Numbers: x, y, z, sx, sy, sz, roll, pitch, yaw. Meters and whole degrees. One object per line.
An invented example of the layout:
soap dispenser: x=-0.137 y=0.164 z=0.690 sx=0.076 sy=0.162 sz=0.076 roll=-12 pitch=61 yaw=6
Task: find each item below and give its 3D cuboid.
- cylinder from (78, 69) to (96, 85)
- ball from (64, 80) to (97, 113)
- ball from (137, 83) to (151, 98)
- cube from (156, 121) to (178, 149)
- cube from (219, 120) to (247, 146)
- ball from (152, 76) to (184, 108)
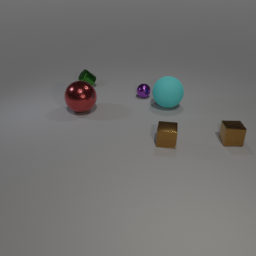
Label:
cylinder: x=-2.175 y=-2.656 z=14.979 sx=0.700 sy=0.700 sz=0.700 roll=33 pitch=10 yaw=-35
ball: x=-2.064 y=-1.366 z=12.228 sx=1.400 sy=1.400 sz=1.400 roll=0 pitch=29 yaw=0
ball: x=0.769 y=-1.839 z=13.782 sx=0.700 sy=0.700 sz=0.700 roll=0 pitch=29 yaw=0
cube: x=1.403 y=0.237 z=10.058 sx=0.700 sy=0.700 sz=0.700 roll=5 pitch=32 yaw=8
cube: x=3.775 y=0.186 z=10.143 sx=0.700 sy=0.700 sz=0.700 roll=1 pitch=27 yaw=2
ball: x=1.802 y=-1.617 z=12.601 sx=1.400 sy=1.400 sz=1.400 roll=0 pitch=29 yaw=0
